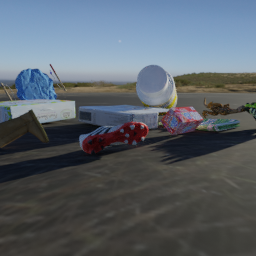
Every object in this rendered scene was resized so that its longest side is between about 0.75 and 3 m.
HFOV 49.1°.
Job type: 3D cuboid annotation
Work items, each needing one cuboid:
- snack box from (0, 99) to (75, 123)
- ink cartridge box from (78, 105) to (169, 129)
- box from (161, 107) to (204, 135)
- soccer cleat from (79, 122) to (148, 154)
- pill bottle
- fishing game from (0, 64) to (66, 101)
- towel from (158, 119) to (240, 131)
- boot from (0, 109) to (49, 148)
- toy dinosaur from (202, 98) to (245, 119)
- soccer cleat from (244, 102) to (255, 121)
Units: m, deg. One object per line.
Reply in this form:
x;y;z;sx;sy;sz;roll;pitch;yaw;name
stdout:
-3.278;-0.550;9.232;1.815;0.676;2.552;8;13;33;snack box
-0.015;-0.382;8.900;2.446;0.533;2.123;10;11;44;ink cartridge box
1.405;-0.194;7.214;1.024;0.485;0.525;-8;53;-46;box
-0.276;0.131;5.405;1.372;0.471;0.585;-17;25;-20;soccer cleat
1.036;-1.333;10.055;1.349;1.349;2.424;2;-11;13;pill bottle
-3.722;-1.518;11.373;0.402;1.852;2.587;-15;21;43;fishing game
2.156;-0.158;8.522;1.508;0.231;1.978;-9;13;-43;towel
-2.165;0.138;5.635;0.901;0.789;0.298;-30;2;-13;boot
3.334;-0.718;10.681;1.198;0.681;2.255;-4;16;-33;toy dinosaur
3.977;-0.400;8.426;0.599;0.720;1.775;-7;10;3;soccer cleat
